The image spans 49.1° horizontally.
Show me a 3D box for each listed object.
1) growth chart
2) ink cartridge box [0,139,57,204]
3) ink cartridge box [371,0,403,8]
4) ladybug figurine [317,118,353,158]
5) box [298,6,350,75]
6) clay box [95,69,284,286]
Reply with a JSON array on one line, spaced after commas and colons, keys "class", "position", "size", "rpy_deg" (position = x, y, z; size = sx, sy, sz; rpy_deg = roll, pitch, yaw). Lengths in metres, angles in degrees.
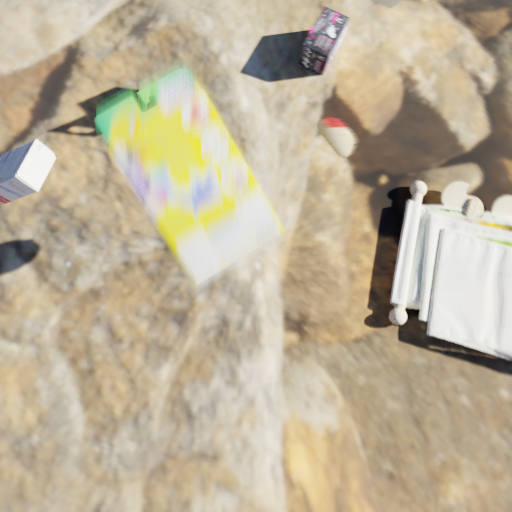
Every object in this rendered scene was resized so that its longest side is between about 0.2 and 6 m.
[{"class": "growth chart", "position": [4.240, 0.461, 9.318], "size": [4.126, 0.366, 2.986], "rpy_deg": [21, 73, 6]}, {"class": "ink cartridge box", "position": [-2.743, -0.965, 6.490], "size": [0.762, 0.326, 0.562], "rpy_deg": [-7, 55, 37]}, {"class": "ink cartridge box", "position": [1.858, -4.019, 8.223], "size": [0.724, 0.979, 0.371], "rpy_deg": [18, 103, -9]}, {"class": "ladybug figurine", "position": [1.010, -1.522, 7.061], "size": [0.282, 0.784, 0.532], "rpy_deg": [-38, 120, 12]}, {"class": "box", "position": [1.279, -4.036, 10.554], "size": [0.554, 0.638, 0.966], "rpy_deg": [28, 74, 4]}, {"class": "clay box", "position": [-0.772, -0.914, 6.587], "size": [1.264, 0.524, 2.201], "rpy_deg": [-31, 100, -6]}]
